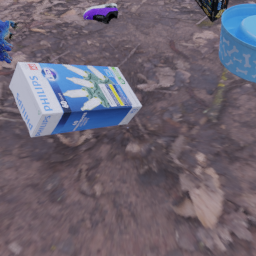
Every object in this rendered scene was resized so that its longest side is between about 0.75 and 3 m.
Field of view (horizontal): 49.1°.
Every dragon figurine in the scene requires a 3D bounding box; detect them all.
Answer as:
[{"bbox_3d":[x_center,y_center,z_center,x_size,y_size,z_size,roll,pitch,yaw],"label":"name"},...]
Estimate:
[{"bbox_3d":[-3.185,-2.348,6.254,2.015,0.593,1.002,44,32,-8],"label":"dragon figurine"}]

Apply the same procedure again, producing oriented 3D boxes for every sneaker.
[{"bbox_3d":[-0.563,-2.366,5.922,0.760,0.264,0.378,-15,78,1],"label":"sneaker"}]

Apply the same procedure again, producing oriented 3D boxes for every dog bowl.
[{"bbox_3d":[2.330,-0.977,3.725,2.322,0.576,1.294,18,49,12],"label":"dog bowl"}]

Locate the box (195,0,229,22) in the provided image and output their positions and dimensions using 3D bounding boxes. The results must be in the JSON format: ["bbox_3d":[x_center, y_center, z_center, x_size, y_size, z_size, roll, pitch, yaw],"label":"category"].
[{"bbox_3d":[1.837,-3.975,7.209,0.473,1.635,2.058,-33,77,7],"label":"box"}]

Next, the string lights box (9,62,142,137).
[{"bbox_3d":[-0.842,-0.534,4.917,2.048,0.604,1.052,-9,60,-45],"label":"string lights box"}]
